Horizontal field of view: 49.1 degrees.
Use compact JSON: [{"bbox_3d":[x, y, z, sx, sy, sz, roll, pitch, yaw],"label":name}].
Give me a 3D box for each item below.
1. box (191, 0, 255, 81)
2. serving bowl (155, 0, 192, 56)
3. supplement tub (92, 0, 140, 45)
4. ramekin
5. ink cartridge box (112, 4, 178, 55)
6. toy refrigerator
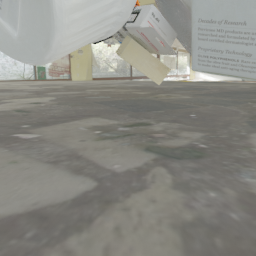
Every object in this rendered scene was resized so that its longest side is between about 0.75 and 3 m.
[{"bbox_3d":[2.333,-2.028,4.500,2.095,1.794,2.084,15,47,29],"label":"box"},{"bbox_3d":[1.865,-3.047,7.734,0.924,2.810,2.810,-38,9,7],"label":"serving bowl"},{"bbox_3d":[-0.490,-3.448,8.709,1.835,1.125,1.125,-20,8,12],"label":"supplement tub"},{"bbox_3d":[-1.420,-2.358,3.902,2.992,2.992,1.459,10,44,40],"label":"ramekin"},{"bbox_3d":[0.453,-2.576,7.444,1.183,0.692,2.039,32,-6,-41],"label":"ink cartridge box"},{"bbox_3d":[0.418,-1.814,7.564,1.458,0.554,0.510,29,17,-30],"label":"toy refrigerator"}]
